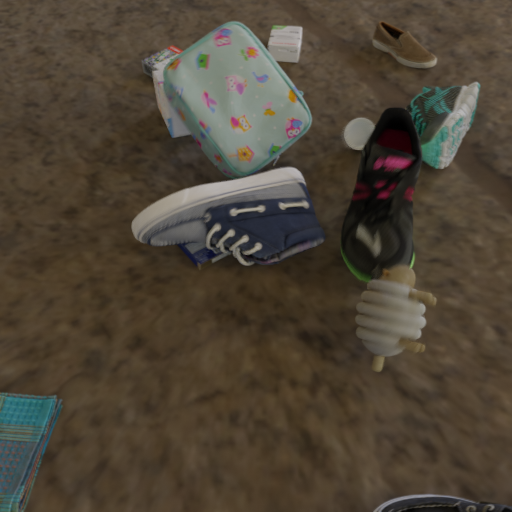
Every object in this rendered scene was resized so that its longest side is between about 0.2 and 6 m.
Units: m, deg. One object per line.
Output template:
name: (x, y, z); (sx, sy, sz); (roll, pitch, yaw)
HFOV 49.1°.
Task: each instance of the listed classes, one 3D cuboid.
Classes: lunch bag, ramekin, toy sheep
lunch bag: (-0.294, -2.765, 10.175); (2.027, 0.974, 2.528); (-39, 97, -11)
ramekin: (2.017, -2.385, 10.986); (0.609, 0.609, 0.297); (1, 11, 1)
toy sheep: (1.824, 0.845, 7.563); (1.021, 1.021, 1.481); (15, 83, 13)

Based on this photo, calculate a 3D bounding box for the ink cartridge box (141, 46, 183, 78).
ink cartridge box: (-1.884, -4.572, 13.127); (0.767, 0.354, 1.408); (36, 58, 28)

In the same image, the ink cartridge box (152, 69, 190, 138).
ink cartridge box: (-1.551, -3.256, 11.573); (0.875, 0.898, 1.397); (-16, 48, -14)

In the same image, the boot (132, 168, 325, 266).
boot: (-0.378, -0.405, 8.746); (2.897, 1.054, 1.309); (-18, 71, -12)

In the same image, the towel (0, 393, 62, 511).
towel: (-3.654, 2.362, 6.915); (2.096, 0.227, 1.537); (4, 47, 3)

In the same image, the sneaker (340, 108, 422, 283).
sneaker: (1.986, -1.016, 8.894); (1.230, 1.342, 3.205); (2, 61, 14)

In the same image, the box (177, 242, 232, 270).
box: (-0.963, -0.270, 9.333); (0.653, 0.175, 1.078); (-28, 55, -25)

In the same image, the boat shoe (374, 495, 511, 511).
boat shoe: (2.565, 3.012, 5.860); (2.702, 0.895, 0.945); (10, 48, 9)

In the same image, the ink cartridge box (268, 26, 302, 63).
ink cartridge box: (0.701, -5.155, 13.611); (0.746, 0.431, 1.026); (6, 48, 5)

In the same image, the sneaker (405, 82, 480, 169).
sneaker: (3.464, -2.615, 11.033); (1.259, 1.071, 2.760); (16, 41, 24)

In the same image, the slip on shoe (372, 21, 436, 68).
slip on shoe: (3.567, -5.090, 13.472); (0.687, 0.548, 1.808); (-28, 54, -23)
